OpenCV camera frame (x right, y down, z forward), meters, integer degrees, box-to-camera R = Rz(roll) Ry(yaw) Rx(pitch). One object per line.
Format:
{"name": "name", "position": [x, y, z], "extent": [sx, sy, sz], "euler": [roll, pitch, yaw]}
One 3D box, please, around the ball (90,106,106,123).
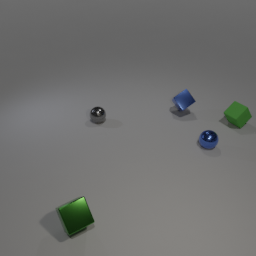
{"name": "ball", "position": [-1.282, -0.566, 11.918], "extent": [0.700, 0.700, 0.700], "euler": [0, 32, 0]}

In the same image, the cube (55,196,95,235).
{"name": "cube", "position": [-1.365, 2.219, 7.150], "extent": [0.700, 0.700, 0.700], "euler": [-22, -6, -24]}

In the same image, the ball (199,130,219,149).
{"name": "ball", "position": [2.979, 0.420, 10.337], "extent": [0.700, 0.700, 0.700], "euler": [0, 32, 0]}

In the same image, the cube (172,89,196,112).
{"name": "cube", "position": [2.437, -1.200, 12.322], "extent": [0.700, 0.700, 0.700], "euler": [-35, -3, 0]}

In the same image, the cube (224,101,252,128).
{"name": "cube", "position": [4.538, -0.553, 11.586], "extent": [0.700, 0.700, 0.700], "euler": [-46, 41, 0]}
